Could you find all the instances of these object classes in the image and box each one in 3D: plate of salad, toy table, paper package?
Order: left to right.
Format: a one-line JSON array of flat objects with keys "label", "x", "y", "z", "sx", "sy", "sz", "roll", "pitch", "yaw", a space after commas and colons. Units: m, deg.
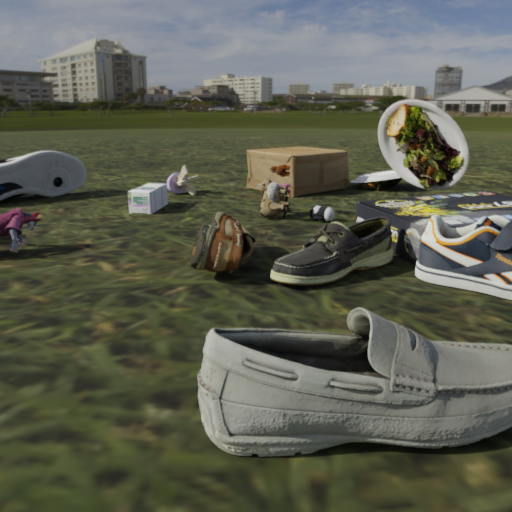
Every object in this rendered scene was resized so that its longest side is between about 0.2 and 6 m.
[{"label": "toy table", "x": -1.903, "y": -1.959, "z": 14.731, "sx": 0.501, "sy": 0.786, "sz": 0.855, "roll": -8, "pitch": 28, "yaw": 35}, {"label": "paper package", "x": 1.104, "y": -2.368, "z": 15.417, "sx": 2.127, "sy": 1.100, "sz": 2.028, "roll": -14, "pitch": 21, "yaw": -38}, {"label": "plate of salad", "x": 3.567, "y": -2.112, "z": 15.750, "sx": 1.832, "sy": 0.440, "sz": 1.832, "roll": -9, "pitch": 10, "yaw": 1}, {"label": "plate of salad", "x": 3.187, "y": -2.097, "z": 10.993, "sx": 1.999, "sy": 1.999, "sz": 0.480, "roll": 16, "pitch": 48, "yaw": 45}]

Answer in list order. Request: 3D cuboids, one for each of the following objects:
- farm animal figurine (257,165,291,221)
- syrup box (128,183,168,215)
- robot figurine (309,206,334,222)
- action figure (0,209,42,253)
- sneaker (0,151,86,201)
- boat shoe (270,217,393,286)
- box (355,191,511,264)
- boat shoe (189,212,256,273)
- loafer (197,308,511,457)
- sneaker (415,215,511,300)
[{"label": "farm animal figurine", "x": 0.342, "y": -1.263, "z": 11.972, "sx": 0.695, "sy": 1.333, "sz": 1.318, "roll": 4, "pitch": 45, "yaw": 7}, {"label": "syrup box", "x": -2.441, "y": -1.312, "z": 12.733, "sx": 0.505, "sy": 0.522, "sz": 1.282, "roll": 2, "pitch": 15, "yaw": 8}, {"label": "robot figurine", "x": 1.354, "y": -0.853, "z": 11.492, "sx": 0.510, "sy": 0.383, "sz": 0.318, "roll": 10, "pitch": -20, "yaw": 32}, {"label": "action figure", "x": -4.172, "y": -0.501, "z": 9.070, "sx": 1.336, "sy": 0.994, "sz": 0.895, "roll": -27, "pitch": 16, "yaw": -27}, {"label": "sneaker", "x": -6.172, "y": -2.088, "z": 14.238, "sx": 1.810, "sy": 1.182, "sz": 3.236, "roll": 15, "pitch": 23, "yaw": 40}, {"label": "boat shoe", "x": 1.130, "y": -0.126, "z": 8.060, "sx": 2.306, "sy": 0.758, "sz": 0.824, "roll": -12, "pitch": 20, "yaw": -37}, {"label": "box", "x": 3.499, "y": -0.530, "z": 9.582, "sx": 2.910, "sy": 0.715, "sz": 2.346, "roll": -5, "pitch": 19, "yaw": -15}, {"label": "boat shoe", "x": -0.416, "y": -0.134, "z": 8.325, "sx": 0.755, "sy": 0.773, "sz": 2.043, "roll": 16, "pitch": 15, "yaw": 2}, {"label": "loafer", "x": 0.914, "y": 0.869, "z": 4.191, "sx": 2.684, "sy": 0.937, "sz": 0.939, "roll": -3, "pitch": 16, "yaw": -11}, {"label": "sneaker", "x": 3.291, "y": 0.023, "z": 7.251, "sx": 2.406, "sy": 0.955, "sz": 0.944, "roll": 11, "pitch": 18, "yaw": 29}]
